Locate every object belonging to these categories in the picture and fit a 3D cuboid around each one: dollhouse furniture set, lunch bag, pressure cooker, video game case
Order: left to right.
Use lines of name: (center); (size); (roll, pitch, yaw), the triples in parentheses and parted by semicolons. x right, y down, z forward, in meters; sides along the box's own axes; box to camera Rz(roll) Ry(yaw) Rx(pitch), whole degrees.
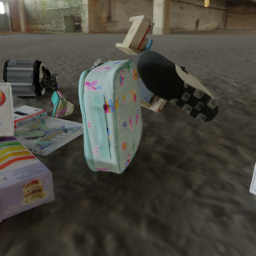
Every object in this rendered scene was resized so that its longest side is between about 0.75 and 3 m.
pressure cooker: (-4.290, -2.152, 12.182); (1.859, 1.635, 1.661); (-1, -10, -8)
video game case: (-2.534, 0.158, 8.583); (1.840, 0.222, 2.019); (11, 26, 26)
lunch bag: (-0.393, -0.337, 6.726); (0.994, 2.578, 2.067); (3, 24, 18)
dollhouse furniture set: (0.615, -2.305, 10.134); (1.907, 2.707, 1.897); (25, 4, -31)

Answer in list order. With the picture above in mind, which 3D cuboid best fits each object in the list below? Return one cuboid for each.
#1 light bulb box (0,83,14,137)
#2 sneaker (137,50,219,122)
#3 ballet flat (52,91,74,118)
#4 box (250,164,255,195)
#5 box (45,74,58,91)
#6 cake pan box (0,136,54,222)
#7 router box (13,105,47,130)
light bulb box: (-3.877, -0.467, 6.893); (1.964, 1.237, 1.982); (-6, 13, -21)
sneaker: (1.320, -1.182, 7.616); (2.528, 0.936, 1.119); (39, 26, -5)
ballet flat: (-2.459, -0.862, 10.603); (0.755, 0.733, 2.120); (20, 15, -23)
box: (3.787, 1.288, 5.246); (1.417, 0.730, 2.429); (-13, 26, -28)
box: (-4.124, -2.199, 13.586); (1.361, 0.722, 0.832); (-5, 23, -10)
cake pan box: (-3.411, 1.095, 5.720); (2.915, 0.763, 2.685); (-16, 25, -34)
router box: (-3.710, -0.371, 9.736); (1.186, 0.323, 1.322); (13, 26, 28)
